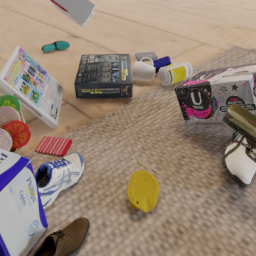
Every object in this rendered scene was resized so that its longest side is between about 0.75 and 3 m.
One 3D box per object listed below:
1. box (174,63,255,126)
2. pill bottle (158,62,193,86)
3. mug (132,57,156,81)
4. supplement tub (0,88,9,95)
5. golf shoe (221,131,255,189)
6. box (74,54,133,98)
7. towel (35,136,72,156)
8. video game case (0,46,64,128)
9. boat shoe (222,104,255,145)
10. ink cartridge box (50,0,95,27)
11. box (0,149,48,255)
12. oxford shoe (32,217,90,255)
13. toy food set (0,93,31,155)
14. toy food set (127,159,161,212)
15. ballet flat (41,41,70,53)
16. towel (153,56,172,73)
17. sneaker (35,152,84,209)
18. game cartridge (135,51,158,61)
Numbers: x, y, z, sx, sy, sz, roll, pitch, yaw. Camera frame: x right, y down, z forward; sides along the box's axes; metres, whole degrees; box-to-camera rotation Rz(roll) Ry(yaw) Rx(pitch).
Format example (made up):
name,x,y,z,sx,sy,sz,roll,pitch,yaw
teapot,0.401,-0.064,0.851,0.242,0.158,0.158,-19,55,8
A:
name,x,y,z,sx,sy,sz,roll,pitch,yaw
box,3.208,-1.081,9.218,1.774,1.541,2.685,-33,21,-34
pill bottle,2.111,-2.429,12.312,1.450,0.812,0.812,-21,43,-25
mug,0.752,-2.603,12.374,0.920,1.049,0.775,13,7,9
supplement tub,-5.494,-0.995,9.583,2.734,1.978,1.978,-1,39,-2
golf shoe,3.582,0.540,8.080,1.051,1.277,2.703,41,47,-6
box,-0.994,-2.335,12.231,2.326,0.753,2.950,-2,38,-1
towel,-2.404,0.583,9.118,1.033,0.116,0.747,7,41,11
video game case,-3.399,-1.549,10.220,0.314,2.410,2.647,-33,35,19
boat shoe,3.113,0.137,6.841,1.761,0.579,0.629,42,43,16
ink cartridge box,-1.979,-4.420,10.107,1.385,0.787,1.901,33,9,-16
box,-3.278,1.566,6.157,2.463,2.265,1.292,14,39,18
oxford shoe,-1.456,2.531,6.252,0.586,0.680,1.612,22,42,28
toy food set,-4.352,0.089,8.170,2.762,0.679,2.790,29,73,-7
toy food set,0.369,1.651,7.583,0.859,0.477,1.460,27,43,-5
ballet flat,-3.917,-4.400,15.076,1.520,0.516,0.572,-17,24,-18
towel,1.570,-2.950,13.079,0.930,0.312,1.259,-16,28,12
sneaker,-1.935,1.243,7.635,0.810,0.949,2.153,17,41,22
game cartridge,0.946,-3.688,14.393,1.050,0.201,0.680,-8,43,-9
